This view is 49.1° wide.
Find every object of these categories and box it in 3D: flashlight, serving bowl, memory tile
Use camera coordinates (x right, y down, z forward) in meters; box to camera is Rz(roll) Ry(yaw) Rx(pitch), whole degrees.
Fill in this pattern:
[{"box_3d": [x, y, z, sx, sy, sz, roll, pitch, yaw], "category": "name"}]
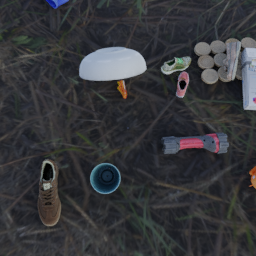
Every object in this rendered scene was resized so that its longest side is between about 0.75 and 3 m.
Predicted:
[{"box_3d": [2.508, 0.632, 10.565, 2.366, 0.801, 0.804, -4, 74, -3], "category": "flashlight"}, {"box_3d": [-0.618, -2.588, 10.790, 2.619, 0.861, 2.619, -4, 24, 2], "category": "serving bowl"}, {"box_3d": [4.505, -3.031, 12.475, 2.883, 0.242, 2.210, -7, 67, -3], "category": "memory tile"}]

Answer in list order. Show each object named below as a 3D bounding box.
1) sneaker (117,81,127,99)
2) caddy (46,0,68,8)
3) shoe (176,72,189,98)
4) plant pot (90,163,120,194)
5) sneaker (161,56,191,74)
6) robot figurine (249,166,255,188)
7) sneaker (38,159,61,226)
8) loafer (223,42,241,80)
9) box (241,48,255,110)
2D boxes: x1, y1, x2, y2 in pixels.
[{"box_3d": [-0.248, -1.596, 11.832, 0.355, 0.335, 0.919, -14, 57, 1], "category": "sneaker"}, {"box_3d": [-3.770, -6.718, 13.520, 1.031, 1.389, 1.964, -34, 68, -21], "category": "caddy"}, {"box_3d": [2.339, -1.948, 11.815, 0.460, 0.586, 1.288, 14, 67, 6], "category": "shoe"}, {"box_3d": [-0.759, 1.741, 9.882, 1.017, 0.956, 1.017, 0, 84, 0], "category": "plant pot"}, {"box_3d": [2.137, -2.825, 12.171, 1.461, 0.647, 0.562, -25, 68, -11], "category": "sneaker"}, {"box_3d": [5.028, 1.729, 10.049, 1.423, 0.830, 1.024, -40, 73, -16], "category": "robot figurine"}, {"box_3d": [-2.855, 2.211, 9.807, 0.812, 0.871, 2.305, -8, 66, -4], "category": "sneaker"}, {"box_3d": [4.364, -2.875, 11.977, 0.648, 0.741, 2.061, 10, 60, 21], "category": "loafer"}, {"box_3d": [5.869, -2.021, 11.681, 2.041, 0.539, 2.618, 3, 73, 1], "category": "box"}]
